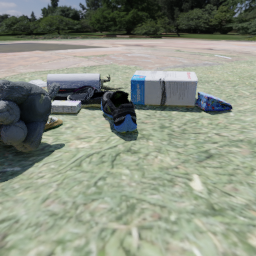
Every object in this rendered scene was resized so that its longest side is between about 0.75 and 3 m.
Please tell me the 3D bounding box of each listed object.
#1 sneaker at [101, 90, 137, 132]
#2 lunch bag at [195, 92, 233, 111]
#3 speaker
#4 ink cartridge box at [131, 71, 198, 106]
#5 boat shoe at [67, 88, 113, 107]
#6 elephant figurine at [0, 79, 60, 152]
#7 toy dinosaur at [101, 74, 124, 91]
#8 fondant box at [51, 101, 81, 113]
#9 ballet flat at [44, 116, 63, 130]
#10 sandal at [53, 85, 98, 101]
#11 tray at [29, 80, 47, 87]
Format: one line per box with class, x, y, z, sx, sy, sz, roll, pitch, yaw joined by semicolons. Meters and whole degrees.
sneaker;-0.280;-0.805;9.696;0.997;1.165;2.811;-4;22;-15
lunch bag;3.500;-1.024;11.202;1.262;0.594;0.950;5;18;-13
speaker;-2.499;-2.040;13.049;2.430;0.987;0.987;0;22;-2
ink cartridge box;1.549;-1.759;12.125;2.676;1.128;1.954;3;22;9
boat shoe;-1.465;-1.265;11.427;2.075;0.646;0.774;4;39;9
elephant figurine;-3.797;-0.352;7.883;2.966;2.098;2.301;-6;-12;29
toy dinosaur;-1.390;-2.199;14.022;2.563;0.608;1.130;3;36;7
fondant box;-2.431;-0.834;10.882;1.061;0.309;0.765;2;18;3
ballet flat;-2.622;-0.180;9.193;0.418;0.384;1.217;14;26;32
sandal;-2.116;-1.538;12.300;2.460;0.589;0.925;0;23;-3
tray;-4.804;-2.417;15.115;0.777;0.160;1.447;-15;26;-34
